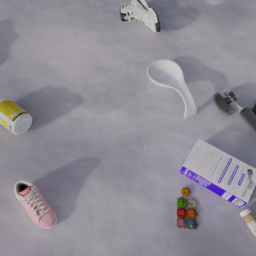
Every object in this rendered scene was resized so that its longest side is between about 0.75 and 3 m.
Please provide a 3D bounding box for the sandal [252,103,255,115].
[{"bbox_3d":[5.055,-0.829,10.842,0.998,0.214,0.380,-44,69,-12],"label":"sandal"}]

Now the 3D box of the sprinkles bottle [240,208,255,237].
[{"bbox_3d":[3.855,2.977,8.560,0.339,0.339,0.994,-23,63,-13],"label":"sprinkles bottle"}]

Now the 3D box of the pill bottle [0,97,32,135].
[{"bbox_3d":[-4.369,-0.513,10.245,1.596,0.894,0.894,34,65,17],"label":"pill bottle"}]

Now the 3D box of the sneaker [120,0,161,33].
[{"bbox_3d":[0.469,-5.026,12.970,1.455,0.954,2.529,-23,55,-3],"label":"sneaker"}]

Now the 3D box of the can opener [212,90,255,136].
[{"bbox_3d":[4.293,-0.360,10.389,0.918,0.727,2.762,-43,62,17],"label":"can opener"}]

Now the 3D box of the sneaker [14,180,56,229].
[{"bbox_3d":[-2.912,2.310,8.624,0.660,0.916,1.753,-37,68,-21],"label":"sneaker"}]

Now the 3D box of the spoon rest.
[{"bbox_3d":[1.790,-1.713,10.977,1.390,0.848,2.797,-24,64,-13],"label":"spoon rest"}]

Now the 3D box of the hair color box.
[{"bbox_3d":[2.998,1.457,9.220,2.254,0.731,1.232,29,64,18],"label":"hair color box"}]

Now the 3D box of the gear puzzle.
[{"bbox_3d":[1.890,2.520,8.914,0.701,0.177,1.354,5,60,3],"label":"gear puzzle"}]
